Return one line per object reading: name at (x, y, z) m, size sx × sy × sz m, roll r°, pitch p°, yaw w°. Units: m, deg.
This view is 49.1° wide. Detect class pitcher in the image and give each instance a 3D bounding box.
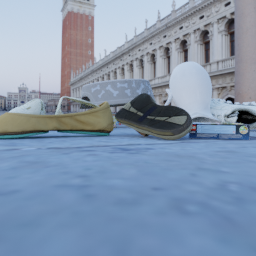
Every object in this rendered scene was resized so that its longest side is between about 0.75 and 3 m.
pitcher at (1.603, -0.855, 7.953) m, size 1.651 × 1.924 × 1.166 m, roll -6°, pitch -24°, yaw -2°

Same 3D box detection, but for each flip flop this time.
flip flop at (0.444, -0.136, 5.250) m, size 0.842 × 0.598 × 2.078 m, roll -41°, pitch 32°, yaw -16°

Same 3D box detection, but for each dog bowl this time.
dog bowl at (-0.437, -1.292, 10.904) m, size 2.986 × 0.876 × 2.986 m, roll -5°, pitch 2°, yaw 0°

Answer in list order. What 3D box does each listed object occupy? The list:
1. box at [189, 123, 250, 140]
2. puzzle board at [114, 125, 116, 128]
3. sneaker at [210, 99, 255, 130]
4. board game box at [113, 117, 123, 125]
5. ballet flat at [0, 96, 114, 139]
box at (1.662, 0.037, 5.212) m, size 0.947 × 0.261 × 1.387 m, roll 1°, pitch 2°, yaw 16°
puzzle board at (-1.628, -0.090, 9.105) m, size 2.204 × 0.254 × 2.924 m, roll 0°, pitch 2°, yaw 4°
sneaker at (2.732, -0.341, 7.988) m, size 2.557 × 0.961 × 1.036 m, roll 0°, pitch 10°, yaw 32°
board game box at (-0.730, -0.361, 14.123) m, size 0.836 × 0.431 × 0.439 m, roll -1°, pitch 2°, yaw -29°
ballet flat at (-1.423, -0.210, 5.217) m, size 2.404 × 0.758 × 0.825 m, roll -1°, pitch 2°, yaw -26°
